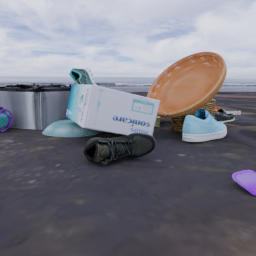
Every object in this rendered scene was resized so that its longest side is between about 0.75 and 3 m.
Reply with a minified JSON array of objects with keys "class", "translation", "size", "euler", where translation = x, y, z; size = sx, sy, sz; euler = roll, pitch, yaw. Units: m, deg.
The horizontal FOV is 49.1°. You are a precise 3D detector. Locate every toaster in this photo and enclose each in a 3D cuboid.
[{"class":"toaster","translation":[-3.806,-0.963,11.399],"size":[2.571,1.687,2.843],"euler":[4,10,22]}]

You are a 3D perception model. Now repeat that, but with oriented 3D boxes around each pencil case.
[{"class":"pencil case","translation":[-5.050,-0.392,10.240],"size":[2.002,0.925,0.852],"euler":[8,13,39]}]

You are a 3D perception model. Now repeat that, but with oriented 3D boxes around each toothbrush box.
[{"class":"toothbrush box","translation":[-0.630,-0.585,8.778],"size":[2.076,1.209,2.836],"euler":[11,5,-22]}]

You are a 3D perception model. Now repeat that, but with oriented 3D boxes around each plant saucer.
[{"class":"plant saucer","translation":[-1.968,-0.034,9.805],"size":[2.007,0.386,2.007],"euler":[1,10,0]},{"class":"plant saucer","translation":[1.905,-1.356,9.174],"size":[2.795,2.795,0.523],"euler":[12,-28,53]}]

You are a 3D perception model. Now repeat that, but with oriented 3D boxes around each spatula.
[{"class":"spatula","translation":[2.292,0.983,3.914],"size":[0.555,0.202,1.965],"euler":[-6,11,-23]}]

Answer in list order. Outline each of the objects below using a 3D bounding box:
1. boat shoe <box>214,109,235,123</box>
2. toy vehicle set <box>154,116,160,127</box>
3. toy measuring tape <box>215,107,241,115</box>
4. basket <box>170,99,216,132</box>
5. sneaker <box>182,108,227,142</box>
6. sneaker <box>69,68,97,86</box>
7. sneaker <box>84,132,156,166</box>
[{"class":"boat shoe","translation":[4.216,-0.560,12.398],"size":[1.797,0.607,0.645],"euler":[-7,10,-44]},{"class":"toy vehicle set","translation":[-0.097,-0.507,11.811],"size":[2.912,0.386,1.809],"euler":[6,10,6]},{"class":"toy measuring tape","translation":[4.498,-0.709,13.357],"size":[1.732,0.637,0.637],"euler":[2,9,12]},{"class":"basket","translation":[2.304,-0.499,10.174],"size":[1.562,1.163,1.115],"euler":[-8,12,-36]},{"class":"sneaker","translation":[2.472,-0.149,8.678],"size":[0.834,0.924,2.256],"euler":[9,12,38]},{"class":"sneaker","translation":[-1.811,-1.695,11.895],"size":[1.040,0.884,2.279],"euler":[1,47,-48]},{"class":"sneaker","translation":[-0.191,0.468,5.968],"size":[1.588,0.607,0.909],"euler":[-2,11,4]}]
